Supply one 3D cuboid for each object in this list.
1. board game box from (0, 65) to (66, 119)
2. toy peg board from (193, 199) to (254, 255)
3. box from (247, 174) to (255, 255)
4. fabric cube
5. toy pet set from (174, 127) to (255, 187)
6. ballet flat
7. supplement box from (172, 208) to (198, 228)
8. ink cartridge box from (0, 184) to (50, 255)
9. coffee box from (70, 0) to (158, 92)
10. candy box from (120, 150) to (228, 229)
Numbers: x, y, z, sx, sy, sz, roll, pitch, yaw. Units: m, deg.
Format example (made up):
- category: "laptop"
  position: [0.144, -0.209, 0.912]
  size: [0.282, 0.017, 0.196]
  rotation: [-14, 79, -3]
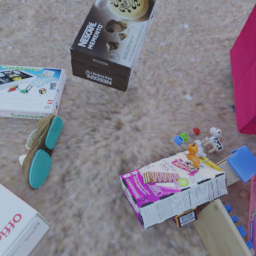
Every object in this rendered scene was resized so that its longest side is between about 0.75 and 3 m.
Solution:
- category: "board game box"
  position: [-3.297, -1.102, 8.322]
  size: [2.618, 0.453, 1.653]
  rotation: [4, 59, 3]
- category: "toy peg board"
  position: [2.096, 2.206, 5.947]
  size: [0.580, 1.181, 1.186]
  rotation: [-11, 58, -25]
- category: "box"
  position: [3.475, 1.433, 5.434]
  size: [1.319, 2.728, 2.399]
  rotation: [14, 60, 8]
- category: "fabric cube"
  position: [4.482, -1.589, 6.918]
  size: [2.847, 2.892, 2.902]
  rotation: [2, 70, 1]
- category: "toy pet set"
  position: [2.187, 0.510, 6.575]
  size: [1.696, 0.964, 1.816]
  rotation: [55, 27, 9]
- category: "ballet flat"
  position: [-2.342, 0.580, 7.220]
  size: [0.786, 0.737, 2.173]
  rotation: [-5, 56, 21]
- category: "supplement box"
  position: [1.162, 1.819, 6.376]
  size: [0.492, 0.388, 0.751]
  rotation: [-20, 26, -11]
- category: "ink cartridge box"
  position: [-3.390, 2.037, 5.975]
  size: [2.703, 1.183, 1.964]
  rotation: [28, 63, 18]
- category: "coffee box"
  position: [-0.236, -1.887, 5.595]
  size: [1.153, 0.814, 2.040]
  rotation: [19, 65, 2]
- category: "candy box"
  position: [0.990, 1.278, 6.384]
  size: [2.029, 0.619, 1.383]
  rotation: [-19, 24, -12]
